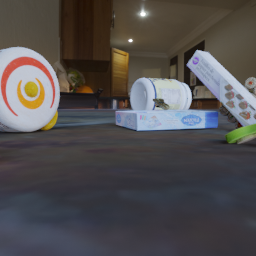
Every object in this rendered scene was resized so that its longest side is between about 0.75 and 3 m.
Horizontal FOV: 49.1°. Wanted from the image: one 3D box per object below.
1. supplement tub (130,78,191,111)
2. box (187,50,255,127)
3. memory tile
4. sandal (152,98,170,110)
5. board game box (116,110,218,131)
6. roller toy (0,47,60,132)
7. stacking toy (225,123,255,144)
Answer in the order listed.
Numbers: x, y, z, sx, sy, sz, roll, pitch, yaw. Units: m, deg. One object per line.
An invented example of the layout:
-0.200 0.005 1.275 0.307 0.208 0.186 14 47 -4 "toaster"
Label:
1.860 -1.702 15.860 2.978 2.159 2.159 -3 6 -30 "supplement tub"
2.625 -1.025 7.414 0.576 0.538 2.781 -3 48 -39 "box"
3.130 -0.643 7.445 0.109 1.293 0.991 16 32 -43 "memory tile"
1.001 -0.714 8.681 0.373 0.250 0.928 1 26 -18 "sandal"
1.057 -0.292 8.727 2.425 0.529 2.437 -1 5 -15 "board game box"
-2.823 -0.894 7.027 1.562 2.235 2.039 1 14 34 "roller toy"
2.540 0.176 4.785 1.515 0.640 1.372 -1 -22 -45 "stacking toy"
